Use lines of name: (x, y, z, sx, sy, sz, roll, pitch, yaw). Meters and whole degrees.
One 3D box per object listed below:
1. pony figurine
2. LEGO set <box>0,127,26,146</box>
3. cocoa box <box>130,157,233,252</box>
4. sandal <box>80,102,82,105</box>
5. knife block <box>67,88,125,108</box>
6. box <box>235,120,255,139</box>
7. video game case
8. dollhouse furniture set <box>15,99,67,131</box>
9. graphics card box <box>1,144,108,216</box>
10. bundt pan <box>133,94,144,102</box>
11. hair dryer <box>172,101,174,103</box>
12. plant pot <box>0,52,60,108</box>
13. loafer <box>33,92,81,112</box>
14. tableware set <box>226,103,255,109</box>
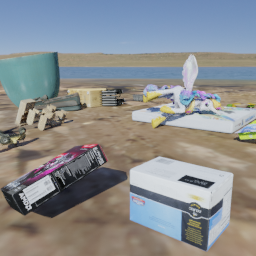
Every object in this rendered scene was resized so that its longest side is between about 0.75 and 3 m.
pony figurine: (1.437, -0.891, 7.695, 1.940, 1.615, 1.872, -10, 49, -6)
LEGO set: (-3.279, 0.132, 5.767, 2.372, 0.672, 1.540, 25, 26, 34)
cocoa box: (0.508, 0.689, 2.757, 0.857, 0.562, 0.572, 9, 15, 38)
sandal: (-2.569, -1.100, 11.344, 0.719, 0.480, 1.759, -11, 16, -42)
knife block: (-1.261, -1.331, 11.952, 2.153, 0.689, 1.890, 10, 15, 40)
box: (2.710, 0.005, 5.765, 0.909, 0.217, 0.554, -24, 7, -31)
video game case: (2.064, -0.405, 8.440, 2.934, 0.323, 2.675, 9, 15, 35)
dollhouse furniture set: (-2.403, -0.246, 7.552, 1.070, 0.696, 0.983, 25, 18, 11)
graphics card box: (-0.763, 0.490, 2.911, 0.980, 0.249, 0.615, -32, 13, -31)
bundt pan: (0.608, -1.428, 13.329, 0.802, 0.301, 0.802, 1, 12, 0)
hair dryer: (2.077, -0.792, 10.683, 1.063, 0.289, 0.809, 1, 29, 26)
plant pot: (-3.798, -1.872, 11.072, 2.407, 1.931, 2.407, -7, 18, 2)
loafer: (-2.807, -0.961, 10.218, 2.144, 0.674, 0.770, -3, 12, -16)
tableware set: (4.537, -0.879, 11.140, 1.151, 0.177, 0.776, -7, 11, -23)
